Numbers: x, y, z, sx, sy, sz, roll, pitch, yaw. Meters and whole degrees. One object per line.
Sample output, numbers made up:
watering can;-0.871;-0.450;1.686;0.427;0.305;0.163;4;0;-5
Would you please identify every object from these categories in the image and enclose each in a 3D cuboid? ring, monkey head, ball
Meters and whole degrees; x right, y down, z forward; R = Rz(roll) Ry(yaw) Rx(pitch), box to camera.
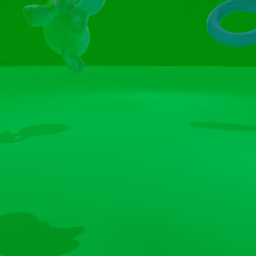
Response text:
ring;3.410;-3.236;8.522;1.962;1.962;0.392;5;-28;19
monkey head;-0.887;-1.230;3.489;0.813;1.129;0.681;-17;-24;-31
ball;-1.299;-4.028;8.394;1.264;1.264;1.264;0;14;0

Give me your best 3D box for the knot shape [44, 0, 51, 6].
knot shape;-1.947;-3.800;7.559;1.098;1.174;0.542;37;46;26
